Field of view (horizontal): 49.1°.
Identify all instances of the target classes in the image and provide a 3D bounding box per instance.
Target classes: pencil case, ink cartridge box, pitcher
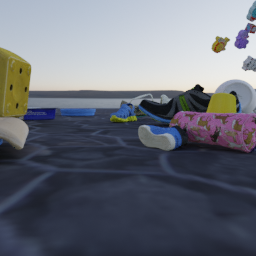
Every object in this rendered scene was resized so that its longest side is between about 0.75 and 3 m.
[{"bbox_3d":[1.189,0.020,3.963,1.270,0.549,0.526,6,41,49],"label":"pencil case"},{"bbox_3d":[-3.898,-0.611,11.604,1.282,0.506,2.579,-3,4,-33],"label":"ink cartridge box"},{"bbox_3d":[4.229,-0.877,10.533,2.095,1.480,2.441,18,-1,14],"label":"pitcher"}]

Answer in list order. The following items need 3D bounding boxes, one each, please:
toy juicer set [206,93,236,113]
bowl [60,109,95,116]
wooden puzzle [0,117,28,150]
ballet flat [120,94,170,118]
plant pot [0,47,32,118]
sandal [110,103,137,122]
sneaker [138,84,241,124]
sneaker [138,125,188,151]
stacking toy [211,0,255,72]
[{"bbox_3d":[2.391,0.023,4.413,2.233,0.608,1.420,7,-12,20],"label":"toy juicer set"},{"bbox_3d":[-2.718,-0.860,15.260,1.883,0.370,1.883,0,5,0],"label":"bowl"},{"bbox_3d":[-2.386,0.111,3.333,2.215,0.513,2.051,3,4,-18],"label":"wooden puzzle"},{"bbox_3d":[1.001,-0.847,11.173,2.731,1.028,0.926,1,6,7],"label":"ballet flat"},{"bbox_3d":[-4.528,-1.353,8.178,2.854,2.772,2.790,8,5,2],"label":"plant pot"},{"bbox_3d":[-0.169,-0.534,9.813,0.601,0.658,1.511,4,8,23],"label":"sandal"},{"bbox_3d":[1.723,-0.657,8.016,2.838,1.176,1.006,2,4,17],"label":"sneaker"},{"bbox_3d":[0.517,0.112,4.032,0.444,0.307,0.799,-10,13,-31],"label":"sneaker"},{"bbox_3d":[3.753,-3.201,8.712,0.589,2.507,1.890,1,36,-26],"label":"stacking toy"}]
